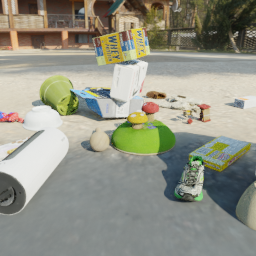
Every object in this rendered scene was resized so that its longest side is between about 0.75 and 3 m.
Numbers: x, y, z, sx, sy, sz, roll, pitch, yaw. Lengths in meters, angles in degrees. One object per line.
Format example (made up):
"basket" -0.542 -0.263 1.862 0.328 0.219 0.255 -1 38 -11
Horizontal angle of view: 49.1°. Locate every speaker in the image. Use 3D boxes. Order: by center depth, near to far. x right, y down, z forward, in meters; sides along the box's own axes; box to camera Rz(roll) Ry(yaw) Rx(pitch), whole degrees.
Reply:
"speaker" -2.454 0.931 7.075 1.118 1.118 2.752 3 20 7

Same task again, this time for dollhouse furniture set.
"dollhouse furniture set" 2.885 -0.551 11.896 1.268 0.682 0.516 -14 24 -18

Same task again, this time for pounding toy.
"pounding toy" 0.199 -0.132 9.630 2.924 1.357 2.257 0 20 -1

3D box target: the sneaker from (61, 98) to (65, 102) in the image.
"sneaker" -3.632 -1.742 14.848 0.744 0.859 2.075 10 22 25

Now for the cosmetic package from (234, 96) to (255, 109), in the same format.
"cosmetic package" 6.099 -1.322 14.289 1.275 0.454 0.647 -11 22 -29

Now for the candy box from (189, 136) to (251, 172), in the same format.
"candy box" 2.925 0.738 8.806 1.072 0.277 2.097 21 29 40

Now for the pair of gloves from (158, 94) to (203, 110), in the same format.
"pair of gloves" 2.745 -1.348 14.498 1.790 0.369 2.105 13 24 31

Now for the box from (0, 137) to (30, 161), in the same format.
"box" -3.486 0.736 8.507 0.475 0.509 2.456 16 25 38

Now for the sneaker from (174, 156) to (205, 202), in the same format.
"sneaker" 1.529 1.207 6.854 0.662 0.723 1.696 6 21 15

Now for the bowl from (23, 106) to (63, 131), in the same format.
"bowl" -3.535 -0.472 11.547 1.605 0.722 1.605 0 20 0

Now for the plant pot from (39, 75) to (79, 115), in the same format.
"plant pot" -3.086 -1.393 13.141 1.718 1.718 1.631 -11 34 -29

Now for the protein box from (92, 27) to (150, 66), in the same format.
"protein box" -0.238 -3.290 11.323 1.629 1.099 1.617 -1 20 33

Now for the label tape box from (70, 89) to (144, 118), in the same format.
"label tape box" -1.006 -1.116 12.578 2.819 0.892 2.033 -2 17 -26

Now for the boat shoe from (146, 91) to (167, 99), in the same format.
"boat shoe" 1.605 -1.866 15.846 1.182 0.426 0.399 5 18 7

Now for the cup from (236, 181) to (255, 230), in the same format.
"cup" 2.870 1.541 5.851 1.079 0.771 1.079 0 19 0

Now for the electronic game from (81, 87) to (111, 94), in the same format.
"electronic game" -1.677 -2.103 16.450 2.209 0.460 2.209 0 19 0

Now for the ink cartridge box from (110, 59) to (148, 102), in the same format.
"ink cartridge box" 0.076 -2.059 11.892 0.806 1.427 1.944 18 26 15

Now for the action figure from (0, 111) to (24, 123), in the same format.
"action figure" -5.395 -0.512 11.995 2.050 0.530 0.671 10 27 13
